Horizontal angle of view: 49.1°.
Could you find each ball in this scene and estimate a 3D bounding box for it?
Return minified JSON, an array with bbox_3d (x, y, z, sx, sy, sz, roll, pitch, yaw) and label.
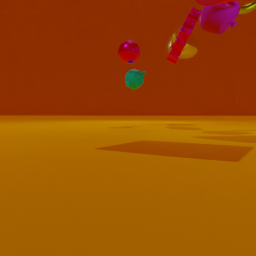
[{"bbox_3d":[0.037,-2.436,8.987,0.729,0.729,0.729,0,3,0],"label":"ball"}]

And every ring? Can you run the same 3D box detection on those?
[{"bbox_3d":[3.422,-3.963,8.325,1.156,1.156,0.231,1,-4,12],"label":"ring"}]

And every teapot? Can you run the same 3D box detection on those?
[{"bbox_3d":[2.361,-2.844,7.034,0.828,1.051,1.690,44,12,14],"label":"teapot"},{"bbox_3d":[0.229,-1.601,9.231,0.513,0.652,1.049,1,35,49],"label":"teapot"},{"bbox_3d":[2.329,-3.437,11.610,1.222,0.962,1.965,3,-4,36],"label":"teapot"}]

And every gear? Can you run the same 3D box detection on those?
[{"bbox_3d":[1.793,-2.946,9.028,0.328,1.775,1.775,27,4,3],"label":"gear"}]

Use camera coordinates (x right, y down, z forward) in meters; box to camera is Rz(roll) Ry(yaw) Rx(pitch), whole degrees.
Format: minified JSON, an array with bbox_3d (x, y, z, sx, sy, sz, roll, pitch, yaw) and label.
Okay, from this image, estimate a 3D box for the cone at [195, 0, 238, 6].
[{"bbox_3d":[2.304,-3.054,6.000,1.325,1.320,1.320,8,-2,-37],"label":"cone"}]
